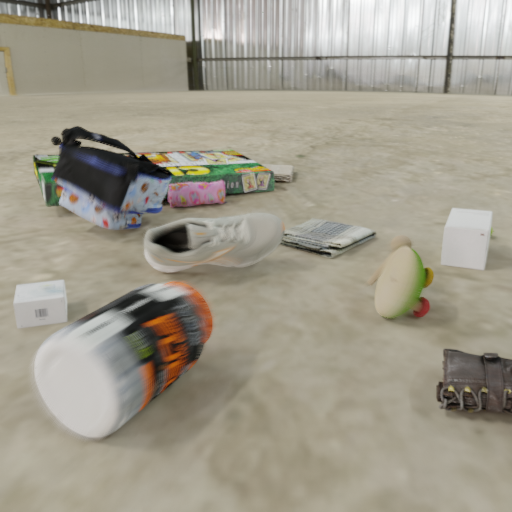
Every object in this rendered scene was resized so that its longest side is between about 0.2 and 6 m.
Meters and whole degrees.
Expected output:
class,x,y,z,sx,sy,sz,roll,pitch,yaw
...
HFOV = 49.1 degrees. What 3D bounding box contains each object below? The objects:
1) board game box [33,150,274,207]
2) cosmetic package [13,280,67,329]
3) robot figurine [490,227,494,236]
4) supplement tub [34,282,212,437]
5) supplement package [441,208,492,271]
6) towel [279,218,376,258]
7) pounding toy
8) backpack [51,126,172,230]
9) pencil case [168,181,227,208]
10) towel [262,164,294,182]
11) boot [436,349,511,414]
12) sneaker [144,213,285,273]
class,x,y,z,sx,sy,sz,roll,pitch,yaw
board game box,-2.771,-2.227,15.132,5.869,0.688,3.075,-7,27,-25
cosmetic package,-3.152,0.690,8.228,0.684,0.422,0.687,-7,20,-17
robot figurine,4.633,-0.530,11.592,0.531,0.307,0.466,12,24,29
supplement tub,-1.366,1.033,6.265,1.168,1.168,1.907,10,23,25
supplement package,3.941,-0.344,10.450,0.769,0.767,1.311,8,22,22
towel,1.347,-0.438,11.373,1.607,0.288,1.669,17,27,37
pounding toy,2.287,0.405,8.383,0.651,1.082,1.402,20,23,-9
backpack,-2.932,-1.509,11.899,2.275,1.753,2.167,31,22,23
pencil case,-1.456,-1.522,13.833,1.431,0.626,0.626,-6,22,-18
towel,0.590,-2.475,16.770,1.049,0.273,1.583,4,21,6
boot,2.792,1.555,5.830,1.744,0.694,2.003,-1,16,14
sneaker,-0.701,-0.265,9.427,2.459,0.931,1.131,-12,-11,-4
